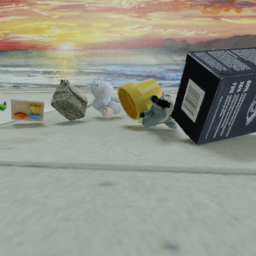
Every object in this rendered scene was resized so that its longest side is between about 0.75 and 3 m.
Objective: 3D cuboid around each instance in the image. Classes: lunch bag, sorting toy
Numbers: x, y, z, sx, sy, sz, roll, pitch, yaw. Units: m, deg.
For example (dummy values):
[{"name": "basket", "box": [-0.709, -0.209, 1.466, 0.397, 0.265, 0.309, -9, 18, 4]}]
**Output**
[{"name": "lunch bag", "box": [-1.831, -0.911, 8.938, 0.769, 0.926, 1.104, -16, -38, 30]}, {"name": "sorting toy", "box": [-3.169, -0.486, 8.217, 1.340, 0.197, 0.990, 3, -36, -18]}]

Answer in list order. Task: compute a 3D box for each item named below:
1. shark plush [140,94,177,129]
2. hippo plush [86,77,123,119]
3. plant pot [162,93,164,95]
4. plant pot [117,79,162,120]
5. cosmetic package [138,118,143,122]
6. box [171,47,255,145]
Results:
[{"name": "shark plush", "box": [0.722, -0.320, 6.915, 0.903, 0.985, 2.169, -15, 1, 5]}, {"name": "hippo plush", "box": [-0.811, -1.189, 9.819, 1.480, 1.190, 1.179, 25, 48, 38]}, {"name": "plant pot", "box": [0.885, -0.827, 10.049, 0.963, 0.963, 0.877, 3, 18, 16]}, {"name": "plant pot", "box": [0.390, -0.900, 8.051, 1.005, 1.069, 1.069, -28, 20, -19]}, {"name": "cosmetic package", "box": [0.884, -0.380, 8.920, 1.060, 0.387, 0.549, 3, 10, 10]}, {"name": "box", "box": [2.209, -0.722, 5.874, 2.140, 1.583, 1.116, -9, 41, -23]}]
